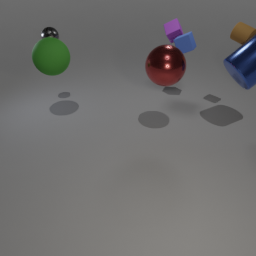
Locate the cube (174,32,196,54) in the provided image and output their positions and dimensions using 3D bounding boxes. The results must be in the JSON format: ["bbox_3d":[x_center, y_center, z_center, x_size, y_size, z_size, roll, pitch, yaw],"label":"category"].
[{"bbox_3d":[2.498,-3.696,12.220,0.700,0.700,0.700,-14,20,30],"label":"cube"}]

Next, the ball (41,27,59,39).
[{"bbox_3d":[-3.138,-3.710,11.297,0.700,0.700,0.700,0,32,0],"label":"ball"}]

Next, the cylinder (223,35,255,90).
[{"bbox_3d":[4.384,-2.320,9.925,1.400,1.400,1.400,-39,32,11],"label":"cylinder"}]

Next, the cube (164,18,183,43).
[{"bbox_3d":[2.207,-4.662,13.458,0.700,0.700,0.700,-19,63,22],"label":"cube"}]

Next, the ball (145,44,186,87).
[{"bbox_3d":[1.284,-2.127,9.577,1.400,1.400,1.400,0,32,0],"label":"ball"}]

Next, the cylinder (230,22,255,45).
[{"bbox_3d":[4.431,-3.606,10.760,0.700,0.700,0.700,-27,56,-37],"label":"cylinder"}]

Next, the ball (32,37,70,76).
[{"bbox_3d":[-2.888,-2.683,10.557,1.400,1.400,1.400,0,32,0],"label":"ball"}]
